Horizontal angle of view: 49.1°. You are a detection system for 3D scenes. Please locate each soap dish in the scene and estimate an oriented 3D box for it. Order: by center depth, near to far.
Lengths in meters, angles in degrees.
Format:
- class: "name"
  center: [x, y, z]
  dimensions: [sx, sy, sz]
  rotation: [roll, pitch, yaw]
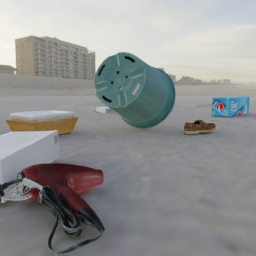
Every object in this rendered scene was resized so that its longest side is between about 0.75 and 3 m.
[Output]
- class: "soap dish"
  center: [-2.306, -0.127, 7.639]
  dimensions: [1.193, 0.616, 1.516]
  rotation: [5, 10, 34]

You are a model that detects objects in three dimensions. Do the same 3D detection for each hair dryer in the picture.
- class: "hair dryer"
  center: [-0.671, 0.737, 2.882]
  dimensions: [1.177, 0.420, 1.545]
  rotation: [20, 17, 12]

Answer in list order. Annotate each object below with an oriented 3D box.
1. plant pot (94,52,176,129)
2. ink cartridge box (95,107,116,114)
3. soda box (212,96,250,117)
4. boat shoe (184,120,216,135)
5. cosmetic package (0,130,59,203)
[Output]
- class: "plant pot"
  center: [0.147, -1.101, 7.955]
  dimensions: [2.003, 2.003, 1.962]
  rotation: [4, -7, 23]
- class: "ink cartridge box"
  center: [-0.922, -0.997, 15.002]
  dimensions: [1.414, 0.288, 1.417]
  rotation: [-5, 9, -32]
- class: "soda box"
  center: [4.867, -1.030, 13.153]
  dimensions: [0.811, 0.858, 2.529]
  rotation: [7, 11, 42]
- class: "boat shoe"
  center: [2.021, -0.055, 7.802]
  dimensions: [1.087, 0.367, 0.391]
  rotation: [-8, 10, -27]
- class: "cosmetic package"
  center: [-1.671, 0.435, 3.933]
  dimensions: [0.856, 0.525, 2.074]
  rotation: [0, 8, 3]
